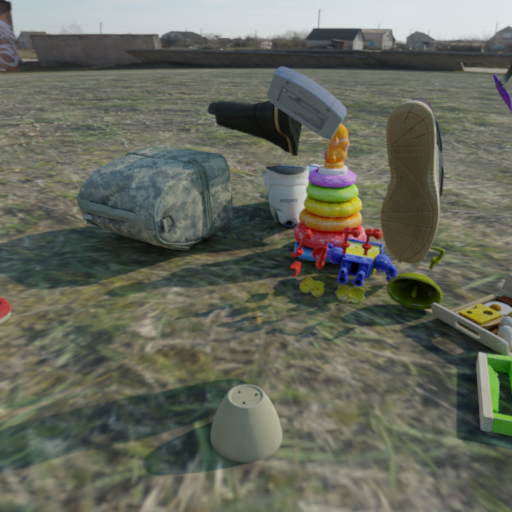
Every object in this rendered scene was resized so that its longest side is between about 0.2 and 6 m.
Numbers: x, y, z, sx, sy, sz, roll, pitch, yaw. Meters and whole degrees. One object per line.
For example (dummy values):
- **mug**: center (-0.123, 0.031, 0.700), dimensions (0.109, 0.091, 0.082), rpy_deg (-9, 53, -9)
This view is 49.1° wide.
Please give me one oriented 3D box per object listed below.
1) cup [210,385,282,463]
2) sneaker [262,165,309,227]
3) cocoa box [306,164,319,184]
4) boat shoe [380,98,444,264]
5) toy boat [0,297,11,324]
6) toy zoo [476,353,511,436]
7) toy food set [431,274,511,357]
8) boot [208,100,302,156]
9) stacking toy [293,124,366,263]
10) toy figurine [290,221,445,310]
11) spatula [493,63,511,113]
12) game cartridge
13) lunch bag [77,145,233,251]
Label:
- **cup**: center (-0.107, 1.760, 6.130), dimensions (0.796, 0.570, 0.796), rpy_deg (0, 24, 0)
- **sneaker**: center (0.641, -1.320, 12.621), dimensions (1.121, 1.311, 3.010), rpy_deg (1, 5, 6)
- **cocoa box**: center (1.593, -1.931, 14.471), dimensions (0.656, 0.666, 0.999), rpy_deg (-19, 30, -36)
- **boat shoe**: center (2.004, -0.923, 7.002), dimensions (0.757, 2.105, 0.682), rpy_deg (11, 32, 33)
- **toy boat**: center (-4.170, 0.776, 8.242), dimensions (0.681, 0.682, 1.043), rpy_deg (8, 25, 18)
- **toy zoo**: center (3.754, 1.748, 6.586), dimensions (2.135, 0.218, 1.401), rpy_deg (7, 24, 17)
- **toy food set**: center (3.748, 0.790, 8.353), dimensions (1.871, 0.565, 1.342), rpy_deg (-14, 27, -28)
- **boot**: center (0.076, -2.795, 11.879), dimensions (1.657, 0.928, 2.395), rpy_deg (5, -9, 11)
- **stacking toy**: center (1.420, -1.188, 10.435), dimensions (1.386, 2.525, 1.466), rpy_deg (5, 24, 10)
- **toy figurine**: center (1.937, -0.051, 9.430), dimensions (2.438, 1.286, 1.460), rpy_deg (9, 24, 16)
- **spatula**: center (3.003, -2.228, 6.613), dimensions (0.157, 1.525, 0.431), rpy_deg (-23, 66, 5)
- **game cartridge**: center (0.610, -1.864, 6.820), dimensions (0.990, 0.200, 0.660), rpy_deg (34, -16, 1)
- **lunch bag**: center (-2.044, -1.125, 11.221), dimensions (2.546, 1.774, 2.135), rpy_deg (16, 28, 35)
